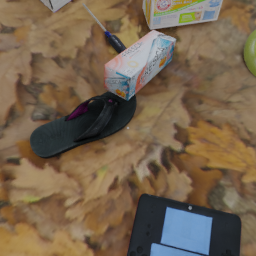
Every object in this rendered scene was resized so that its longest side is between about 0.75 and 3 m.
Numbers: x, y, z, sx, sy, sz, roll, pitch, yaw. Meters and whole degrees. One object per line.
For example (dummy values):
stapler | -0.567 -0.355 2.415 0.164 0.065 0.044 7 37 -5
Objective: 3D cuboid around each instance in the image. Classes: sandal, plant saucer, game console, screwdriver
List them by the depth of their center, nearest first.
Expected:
game console | 1.172 2.627 5.931 2.327 0.361 2.058 13 70 4
sandal | -1.012 -0.150 6.771 2.858 0.684 1.074 -29 72 -9
plant saucer | 4.074 -2.059 7.499 1.801 0.280 1.801 -1 81 6
screwdriver | -0.748 -2.844 8.017 0.314 0.301 2.161 -47 72 16

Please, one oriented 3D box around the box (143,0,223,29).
box | 1.483 -3.629 7.766 2.019 1.135 1.023 -10 60 -3

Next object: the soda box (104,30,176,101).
soda box | 0.326 -1.600 6.862 0.744 0.691 2.174 29 51 19

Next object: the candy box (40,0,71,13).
candy box | -2.308 -4.649 8.462 1.558 0.664 1.857 -43 76 -14
